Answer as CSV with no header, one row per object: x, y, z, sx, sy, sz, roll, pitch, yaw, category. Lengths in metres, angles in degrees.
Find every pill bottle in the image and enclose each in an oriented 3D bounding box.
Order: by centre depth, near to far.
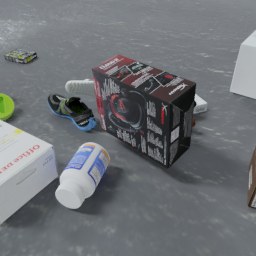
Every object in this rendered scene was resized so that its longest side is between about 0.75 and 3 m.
-1.083,1.121,6.689,0.860,0.860,1.535,11,38,14,pill bottle

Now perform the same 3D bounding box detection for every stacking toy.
-5.217,-0.605,9.381,2.274,1.061,2.512,41,51,8,stacking toy

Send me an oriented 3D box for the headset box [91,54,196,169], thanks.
0.244,-0.532,7.151,2.729,2.028,1.024,29,50,34,headset box

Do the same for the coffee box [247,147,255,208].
4.136,1.282,6.343,2.498,0.996,1.429,13,38,16,coffee box

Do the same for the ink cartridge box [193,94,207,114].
1.920,-0.955,9.982,1.151,0.340,1.438,-14,36,-17,ink cartridge box

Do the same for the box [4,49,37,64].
-5.112,-3.423,13.344,1.193,0.264,0.955,15,39,19,box

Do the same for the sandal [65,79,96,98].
-1.244,-1.372,9.316,1.613,0.656,0.396,9,41,-9,sandal

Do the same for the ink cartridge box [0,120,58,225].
-3.307,0.863,6.847,2.567,1.071,1.863,21,41,26,ink cartridge box

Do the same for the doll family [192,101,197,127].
1.692,-0.546,8.987,1.070,0.727,1.852,8,61,15,doll family

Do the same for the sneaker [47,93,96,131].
-1.829,-0.709,9.129,2.166,0.897,0.768,30,45,34,sneaker

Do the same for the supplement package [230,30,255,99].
5.058,-2.394,10.508,1.507,1.960,2.049,22,42,27,supplement package
